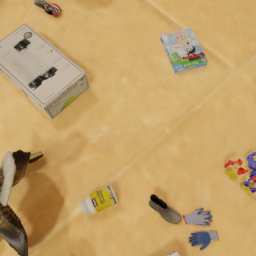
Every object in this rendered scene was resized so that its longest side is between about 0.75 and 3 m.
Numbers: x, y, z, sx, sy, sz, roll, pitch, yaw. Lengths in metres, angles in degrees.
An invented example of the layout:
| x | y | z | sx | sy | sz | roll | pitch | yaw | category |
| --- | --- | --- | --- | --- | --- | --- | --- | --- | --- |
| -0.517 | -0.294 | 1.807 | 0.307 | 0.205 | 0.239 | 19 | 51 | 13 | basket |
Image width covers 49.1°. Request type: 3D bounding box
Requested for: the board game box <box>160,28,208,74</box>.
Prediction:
| x | y | z | sx | sy | sz | roll | pitch | yaw | category |
| --- | --- | --- | --- | --- | --- | --- | --- | --- | --- |
| 1.798 | -2.534 | 9.092 | 1.090 | 0.264 | 1.441 | -16 | 67 | -6 | board game box |

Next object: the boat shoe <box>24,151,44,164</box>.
| x | y | z | sx | sy | sz | roll | pitch | yaw | category |
| --- | --- | --- | --- | --- | --- | --- | --- | --- | --- |
| -2.822 | 0.816 | 7.588 | 1.032 | 0.382 | 0.343 | -22 | 74 | -9 | boat shoe |

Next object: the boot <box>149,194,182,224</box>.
| x | y | z | sx | sy | sz | roll | pitch | yaw | category |
| --- | --- | --- | --- | --- | --- | --- | --- | --- | --- |
| 0.924 | 2.028 | 6.928 | 0.960 | 0.632 | 0.335 | 28 | 68 | 11 | boot |

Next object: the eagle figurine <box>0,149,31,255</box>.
| x | y | z | sx | sy | sz | roll | pitch | yaw | category |
| --- | --- | --- | --- | --- | --- | --- | --- | --- | --- |
| -2.786 | 1.438 | 5.852 | 2.166 | 2.870 | 2.178 | 31 | 81 | 27 | eagle figurine |

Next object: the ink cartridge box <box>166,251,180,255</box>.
| x | y | z | sx | sy | sz | roll | pitch | yaw | category |
| --- | --- | --- | --- | --- | --- | --- | --- | --- | --- |
| 0.383 | 3.935 | 6.134 | 2.425 | 0.611 | 1.321 | -27 | 69 | -10 | ink cartridge box |

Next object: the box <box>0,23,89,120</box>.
| x | y | z | sx | sy | sz | roll | pitch | yaw | category |
| --- | --- | --- | --- | --- | --- | --- | --- | --- | --- |
| -2.707 | -1.739 | 8.438 | 2.767 | 0.832 | 1.614 | 39 | 72 | 16 | box |

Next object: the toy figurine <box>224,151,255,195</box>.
| x | y | z | sx | sy | sz | roll | pitch | yaw | category |
| --- | --- | --- | --- | --- | --- | --- | --- | --- | --- |
| 3.642 | 1.205 | 7.111 | 1.204 | 1.060 | 2.010 | -40 | 73 | -21 | toy figurine |

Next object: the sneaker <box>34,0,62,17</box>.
| x | y | z | sx | sy | sz | roll | pitch | yaw | category |
| --- | --- | --- | --- | --- | --- | --- | --- | --- | --- |
| -2.837 | -4.202 | 9.735 | 1.015 | 0.409 | 0.379 | 24 | 71 | 9 | sneaker |

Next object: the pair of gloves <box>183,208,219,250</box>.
| x | y | z | sx | sy | sz | roll | pitch | yaw | category |
| --- | --- | --- | --- | --- | --- | --- | --- | --- | --- |
| 1.822 | 2.522 | 7.009 | 0.773 | 0.110 | 0.962 | -10 | 66 | -2 | pair of gloves |

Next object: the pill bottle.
| x | y | z | sx | sy | sz | roll | pitch | yaw | category |
| --- | --- | --- | --- | --- | --- | --- | --- | --- | --- |
| -0.741 | 1.845 | 7.078 | 0.895 | 0.501 | 0.501 | -24 | 69 | -11 | pill bottle |
